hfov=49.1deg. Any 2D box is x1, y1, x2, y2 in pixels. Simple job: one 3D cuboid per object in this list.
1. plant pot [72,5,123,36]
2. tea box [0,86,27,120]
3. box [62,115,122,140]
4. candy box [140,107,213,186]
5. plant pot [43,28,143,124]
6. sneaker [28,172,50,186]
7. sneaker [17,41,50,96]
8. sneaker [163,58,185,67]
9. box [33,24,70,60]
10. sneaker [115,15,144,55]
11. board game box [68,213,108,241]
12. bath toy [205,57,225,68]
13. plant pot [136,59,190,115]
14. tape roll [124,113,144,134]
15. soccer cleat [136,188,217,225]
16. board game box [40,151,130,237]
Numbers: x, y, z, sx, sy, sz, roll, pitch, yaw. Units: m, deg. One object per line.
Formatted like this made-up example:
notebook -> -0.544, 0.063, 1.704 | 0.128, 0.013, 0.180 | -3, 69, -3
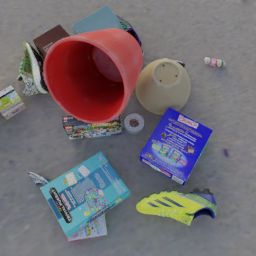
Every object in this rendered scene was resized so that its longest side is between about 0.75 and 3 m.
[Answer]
plant pot -> -1.005, -3.531, 11.682 | 1.792, 1.787, 1.825 | -36, 79, -13
tea box -> -4.759, -1.012, 11.206 | 0.940, 0.628, 0.924 | -37, 73, -15
box -> -1.280, -0.073, 10.411 | 2.054, 1.403, 0.387 | -6, 68, -2
candy box -> 1.785, 0.653, 10.407 | 1.900, 0.865, 2.247 | 30, 72, 13
plant pot -> -0.888, -2.025, 9.556 | 2.960, 2.960, 2.619 | 24, 40, 9
sneaker -> -3.315, 1.881, 10.211 | 0.868, 0.334, 0.370 | 23, 74, 10
sneaker -> -4.194, -2.470, 11.680 | 1.210, 1.050, 2.732 | -24, 66, 3
sneaker -> 1.889, -2.595, 12.028 | 1.033, 0.391, 0.597 | 16, 74, 17
box -> -2.590, -2.906, 11.786 | 1.381, 1.034, 2.759 | -37, 74, -13
sneaker -> -0.042, -4.243, 12.242 | 0.970, 1.141, 2.607 | -28, 71, -11
board game box -> -1.428, 3.274, 9.666 | 1.332, 0.269, 1.019 | -8, 68, -3
bath toy -> 3.742, -2.824, 12.132 | 0.883, 0.326, 0.384 | 12, 24, 3
plant pot -> 1.417, -1.789, 10.911 | 2.242, 1.505, 2.242 | 0, 76, 1
tape roll -> 0.245, -0.172, 11.069 | 0.795, 0.263, 0.795 | 0, 68, -1
soccer cleat -> 1.677, 2.739, 9.525 | 2.753, 0.890, 1.152 | -5, 62, -3
board game box -> -1.465, 2.217, 9.717 | 2.470, 0.580, 1.865 | -31, 63, -16
